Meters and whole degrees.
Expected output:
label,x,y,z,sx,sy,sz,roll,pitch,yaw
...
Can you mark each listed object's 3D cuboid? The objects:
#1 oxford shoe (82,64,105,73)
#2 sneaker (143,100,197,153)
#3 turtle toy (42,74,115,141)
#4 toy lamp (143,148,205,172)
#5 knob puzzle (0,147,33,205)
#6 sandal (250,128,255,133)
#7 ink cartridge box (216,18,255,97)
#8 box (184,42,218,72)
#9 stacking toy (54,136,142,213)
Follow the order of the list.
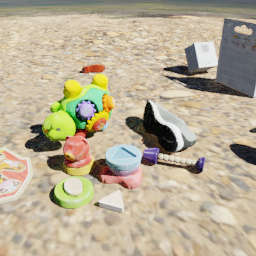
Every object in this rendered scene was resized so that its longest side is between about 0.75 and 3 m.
label,x,y,z,sx,sy,sz,roll,pitch,yaw
oxford shoe,-1.820,-3.176,14.778,1.252,0.446,0.454,-3,24,-6
sneaker,1.220,-0.091,8.930,0.999,0.931,2.520,-3,34,-25
turtle toy,-1.449,-0.423,8.633,2.659,1.938,1.344,-22,60,-37
toy lamp,1.214,0.852,7.578,1.637,0.477,0.477,11,31,14
knob puzzle,-3.427,1.202,7.053,2.418,0.335,2.418,0,29,0
sandal,4.467,0.002,9.350,0.793,0.179,0.298,-10,31,-17
ink cartridge box,4.944,-3.065,12.018,0.729,2.909,2.360,-14,32,-24
box,3.761,-3.650,14.417,1.300,1.307,0.854,-12,-1,-25
stacking toy,-0.770,0.972,6.855,2.198,0.928,1.990,4,29,8
